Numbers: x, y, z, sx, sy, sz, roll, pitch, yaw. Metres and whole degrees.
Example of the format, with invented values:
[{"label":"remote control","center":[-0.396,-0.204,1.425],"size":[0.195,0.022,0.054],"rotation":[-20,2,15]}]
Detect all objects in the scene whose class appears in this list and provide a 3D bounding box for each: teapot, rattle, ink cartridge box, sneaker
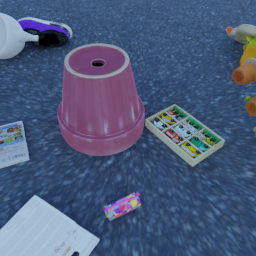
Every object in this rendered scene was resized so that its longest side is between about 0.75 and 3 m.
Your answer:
[{"label":"teapot","center":[-5.041,-3.746,11.707],"size":[1.940,1.915,1.417],"rotation":[50,23,14]},{"label":"rattle","center":[4.835,-3.365,12.029],"size":[1.762,1.933,2.707],"rotation":[6,18,-29]},{"label":"ink cartridge box","center":[-1.846,2.574,6.012],"size":[1.951,0.557,1.586],"rotation":[28,51,17]},{"label":"sneaker","center":[-3.975,-4.110,12.358],"size":[2.753,0.957,1.369],"rotation":[5,46,5]}]

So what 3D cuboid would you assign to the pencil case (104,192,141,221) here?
[{"label":"pencil case","center":[-0.126,1.869,6.734],"size":[0.907,0.401,0.401],"rotation":[-23,49,-20]}]

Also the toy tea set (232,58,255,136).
[{"label":"toy tea set","center":[4.052,-0.802,7.754],"size":[0.992,1.594,2.681],"rotation":[-21,87,-24]}]

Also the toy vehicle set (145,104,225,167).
[{"label":"toy vehicle set","center":[1.681,0.141,8.551],"size":[1.303,0.278,2.097],"rotation":[-29,51,-26]}]

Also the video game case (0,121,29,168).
[{"label":"video game case","center":[-3.627,0.489,8.295],"size":[1.166,0.147,1.628],"rotation":[-16,47,-15]}]

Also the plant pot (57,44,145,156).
[{"label":"plant pot","center":[-0.814,-0.962,8.160],"size":[2.689,2.407,2.689],"rotation":[0,44,0]}]
